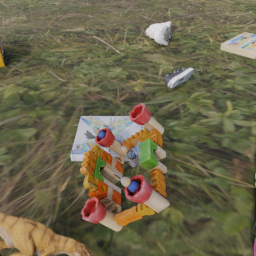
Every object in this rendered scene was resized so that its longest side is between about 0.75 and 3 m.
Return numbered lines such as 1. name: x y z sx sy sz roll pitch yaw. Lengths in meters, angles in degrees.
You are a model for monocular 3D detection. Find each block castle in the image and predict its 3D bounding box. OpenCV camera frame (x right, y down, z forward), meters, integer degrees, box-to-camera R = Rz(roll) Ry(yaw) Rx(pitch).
1. block castle: -0.101 0.619 5.020 1.389 0.975 2.079 -32 34 29

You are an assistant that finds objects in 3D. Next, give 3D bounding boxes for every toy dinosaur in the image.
1. toy dinosaur: -1.560 1.521 3.979 2.185 1.161 0.660 32 -1 -13

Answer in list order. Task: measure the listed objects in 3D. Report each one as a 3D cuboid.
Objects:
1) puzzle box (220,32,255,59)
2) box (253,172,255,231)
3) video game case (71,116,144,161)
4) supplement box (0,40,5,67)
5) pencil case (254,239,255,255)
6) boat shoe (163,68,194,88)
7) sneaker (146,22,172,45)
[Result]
1. puzzle box: 5.449 -3.752 12.568 1.594 0.305 2.397 29 44 33
2. box: 2.921 1.041 5.056 0.979 1.170 1.575 12 37 17
3. video game case: -0.387 0.218 7.055 1.846 0.203 1.683 0 35 1
4. supplement box: -6.006 -3.184 10.923 1.930 1.281 1.904 -13 37 -17
5. pencil case: 3.154 1.995 3.671 2.623 1.229 1.190 6 35 7
6. boat shoe: 1.594 -1.681 8.938 0.465 0.491 1.403 42 51 17
7. sneaker: 1.367 -4.399 13.139 1.171 0.918 2.357 3 26 15
